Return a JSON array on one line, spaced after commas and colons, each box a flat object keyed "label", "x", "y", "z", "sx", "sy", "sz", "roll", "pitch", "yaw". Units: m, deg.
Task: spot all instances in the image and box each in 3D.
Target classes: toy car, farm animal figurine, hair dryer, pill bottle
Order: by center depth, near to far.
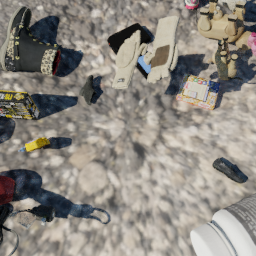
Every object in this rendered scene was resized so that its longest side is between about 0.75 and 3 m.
[{"label": "pill bottle", "x": 2.759, "y": 2.220, "z": 5.963, "sx": 2.570, "sy": 1.453, "sz": 1.453, "roll": -21, "pitch": 68, "yaw": -10}, {"label": "hair dryer", "x": -3.059, "y": 1.603, "z": 6.018, "sx": 2.685, "sy": 2.045, "sz": 0.730, "roll": 18, "pitch": 99, "yaw": 14}, {"label": "toy car", "x": -3.517, "y": 0.025, "z": 6.988, "sx": 2.794, "sy": 0.930, "sz": 1.371, "roll": -5, "pitch": 93, "yaw": 1}, {"label": "farm animal figurine", "x": 3.083, "y": -2.722, "z": 8.247, "sx": 2.780, "sy": 1.450, "sz": 2.749, "roll": -40, "pitch": 59, "yaw": -10}]

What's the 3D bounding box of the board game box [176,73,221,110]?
[{"label": "board game box", "x": 2.021, "y": -1.053, "z": 8.052, "sx": 1.073, "sy": 0.249, "sz": 0.813, "roll": 19, "pitch": 68, "yaw": 8}]

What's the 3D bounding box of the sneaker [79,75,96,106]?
[{"label": "sneaker", "x": -1.082, "y": -1.102, "z": 8.084, "sx": 0.451, "sy": 0.260, "sz": 0.865, "roll": 24, "pitch": 74, "yaw": 10}]

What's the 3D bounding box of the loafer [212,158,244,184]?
[{"label": "loafer", "x": 2.559, "y": 1.081, "z": 7.093, "sx": 0.861, "sy": 0.292, "sz": 0.302, "roll": 36, "pitch": 80, "yaw": 18}]

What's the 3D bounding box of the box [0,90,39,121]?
[{"label": "box", "x": -3.162, "y": -0.602, "z": 7.428, "sx": 1.304, "sy": 1.041, "sz": 0.322, "roll": 4, "pitch": 67, "yaw": 3}]

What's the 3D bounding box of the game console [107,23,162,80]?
[{"label": "game console", "x": 0.362, "y": -2.295, "z": 8.598, "sx": 1.228, "sy": 0.251, "sz": 2.081, "roll": -31, "pitch": 70, "yaw": -13}]

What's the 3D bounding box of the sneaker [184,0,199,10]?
[{"label": "sneaker", "x": 2.226, "y": -4.789, "z": 9.507, "sx": 0.630, "sy": 0.584, "sz": 1.563, "roll": 1, "pitch": 66, "yaw": 0}]

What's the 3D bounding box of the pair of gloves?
[{"label": "pair of gloves", "x": 0.411, "y": -1.627, "z": 6.323, "sx": 1.741, "sy": 0.305, "sz": 1.480, "roll": -5, "pitch": 71, "yaw": 42}]

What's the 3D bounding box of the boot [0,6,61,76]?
[{"label": "boot", "x": -2.783, "y": -2.583, "z": 8.451, "sx": 1.651, "sy": 0.789, "sz": 2.186, "roll": 11, "pitch": 72, "yaw": 2}]
